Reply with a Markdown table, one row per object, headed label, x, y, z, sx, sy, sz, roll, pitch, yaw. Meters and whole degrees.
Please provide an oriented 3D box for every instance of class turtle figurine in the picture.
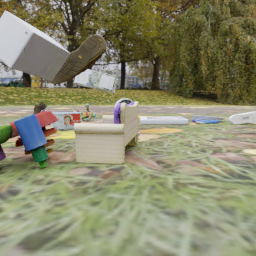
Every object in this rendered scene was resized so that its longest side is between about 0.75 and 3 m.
| label | x | y | z | sx | sy | sz | roll | pitch | yaw |
| --- | --- | --- | --- | --- | --- | --- | --- | --- | --- |
| turtle figurine | -2.356 | -0.820 | 15.050 | 1.309 | 0.971 | 1.350 | -5 | 3 | -11 |

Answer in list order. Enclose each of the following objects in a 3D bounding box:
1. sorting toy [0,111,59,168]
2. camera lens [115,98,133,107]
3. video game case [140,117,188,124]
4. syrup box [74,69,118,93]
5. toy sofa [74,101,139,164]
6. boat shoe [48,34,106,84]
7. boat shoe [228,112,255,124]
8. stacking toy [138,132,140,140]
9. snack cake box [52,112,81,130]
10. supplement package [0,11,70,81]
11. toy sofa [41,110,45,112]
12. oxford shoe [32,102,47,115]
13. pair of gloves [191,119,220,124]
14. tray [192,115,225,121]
| label | x | y | z | sx | sy | sz | roll | pitch | yaw |
| --- | --- | --- | --- | --- | --- | --- | --- | --- | --- |
| sorting toy | -2.047 | 0.355 | 5.183 | 1.367 | 0.934 | 2.274 | -14 | 10 | 33 |
| camera lens | -0.180 | -1.183 | 17.042 | 1.228 | 1.228 | 1.536 | -1 | 6 | -5 |
| video game case | 1.784 | -0.403 | 14.346 | 2.286 | 0.263 | 2.083 | 0 | 6 | 3 |
| syrup box | -1.403 | -2.100 | 12.394 | 1.763 | 0.694 | 0.718 | 14 | 0 | 4 |
| toy sofa | -0.374 | -0.010 | 6.361 | 0.995 | 1.173 | 2.404 | 1 | 7 | 9 |
| boat shoe | -1.747 | -2.269 | 9.860 | 2.410 | 0.867 | 0.814 | -36 | -11 | -2 |
| boat shoe | 5.757 | -0.444 | 13.512 | 1.792 | 0.645 | 0.614 | -10 | 7 | 0 |
| stacking toy | -0.272 | 0.226 | 8.450 | 0.818 | 0.255 | 1.085 | -5 | 7 | -41 |
| snack cake box | -2.504 | -0.300 | 11.378 | 1.170 | 0.673 | 0.393 | -2 | 6 | -17 |
| supplement package | -2.719 | -2.200 | 7.848 | 1.100 | 1.096 | 1.875 | 40 | 9 | 14 |
| toy sofa | -5.127 | -0.834 | 17.203 | 0.378 | 0.445 | 0.912 | 18 | 3 | -9 |
| oxford shoe | -5.543 | -1.075 | 16.956 | 0.488 | 0.567 | 1.344 | -10 | 37 | 47 |
| pair of gloves | 3.979 | -0.371 | 14.499 | 1.239 | 0.176 | 1.541 | 0 | 7 | 1 |
| tray | 4.329 | -0.542 | 15.035 | 1.711 | 0.190 | 0.919 | 6 | 5 | 19 |
